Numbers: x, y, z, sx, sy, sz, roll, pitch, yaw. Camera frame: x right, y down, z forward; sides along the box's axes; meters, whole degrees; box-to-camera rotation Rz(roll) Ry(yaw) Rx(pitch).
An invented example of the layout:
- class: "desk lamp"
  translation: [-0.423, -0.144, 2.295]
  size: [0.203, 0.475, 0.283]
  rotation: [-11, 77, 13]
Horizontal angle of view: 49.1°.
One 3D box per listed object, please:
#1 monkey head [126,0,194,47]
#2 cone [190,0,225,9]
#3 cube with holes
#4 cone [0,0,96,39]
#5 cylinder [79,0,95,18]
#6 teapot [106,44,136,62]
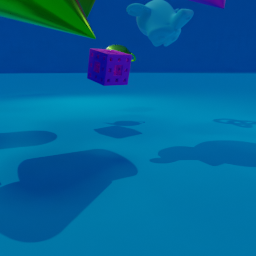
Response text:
- class: "monkey head"
  translation: [0.733, -2.229, 5.614]
  size: [1.483, 0.893, 1.067]
  rotation: [-15, -13, -40]
- class: "cone"
  translation: [1.670, -2.942, 5.753]
  size: [1.595, 1.601, 1.595]
  rotation: [-9, -32, -6]
- class: "cube with holes"
  translation: [-0.491, -1.578, 7.247]
  size: [0.775, 0.775, 0.775]
  rotation: [-10, 28, -40]
- class: "cone"
  translation: [-1.029, -1.775, 4.110]
  size: [1.392, 1.387, 1.387]
  rotation: [37, 1, -18]
- class: "cylinder"
  translation: [-1.268, -2.854, 5.238]
  size: [1.391, 1.391, 1.391]
  rotation: [20, 5, -21]
- class: "teapot"
  translation: [-0.363, -2.102, 8.374]
  size: [1.246, 0.610, 0.775]
  rotation: [-3, 43, -12]
